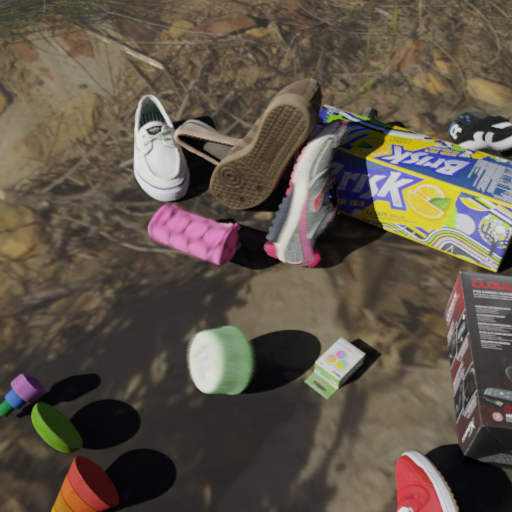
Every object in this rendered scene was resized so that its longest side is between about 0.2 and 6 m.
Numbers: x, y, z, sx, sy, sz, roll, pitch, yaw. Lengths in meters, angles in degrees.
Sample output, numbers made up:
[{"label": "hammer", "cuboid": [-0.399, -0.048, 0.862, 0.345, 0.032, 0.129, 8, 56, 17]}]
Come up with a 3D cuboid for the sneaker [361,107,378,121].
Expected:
[{"label": "sneaker", "cuboid": [2.929, -2.752, 13.344, 1.160, 0.774, 2.025, 10, 48, 7]}]

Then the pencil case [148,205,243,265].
[{"label": "pencil case", "cuboid": [-1.164, -0.443, 10.566, 1.742, 0.791, 0.816, 20, 91, 22]}]

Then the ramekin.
[{"label": "ramekin", "cuboid": [-0.583, 1.612, 8.593, 0.516, 1.057, 1.057, 2, 38, -35]}]

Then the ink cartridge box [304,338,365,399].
[{"label": "ink cartridge box", "cuboid": [1.271, 1.800, 9.037, 0.495, 0.283, 0.954, 34, 54, 30]}]

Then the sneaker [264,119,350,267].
[{"label": "sneaker", "cuboid": [1.154, -1.190, 10.677, 1.076, 2.883, 1.162, 22, 10, 8]}]

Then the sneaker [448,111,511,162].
[{"label": "sneaker", "cuboid": [4.818, -2.539, 12.988, 3.045, 1.113, 1.703, -16, 43, -27]}]

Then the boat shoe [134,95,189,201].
[{"label": "boat shoe", "cuboid": [-2.357, -2.571, 12.902, 1.187, 1.078, 3.228, -14, 46, -14]}]

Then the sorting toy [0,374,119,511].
[{"label": "sorting toy", "cuboid": [-2.972, 2.789, 7.852, 0.884, 0.890, 2.566, -45, 59, -8]}]

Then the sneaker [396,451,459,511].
[{"label": "sneaker", "cuboid": [1.756, 3.651, 6.707, 1.453, 0.920, 2.583, -3, 47, -8]}]

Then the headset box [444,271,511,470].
[{"label": "headset box", "cuboid": [4.272, 1.609, 8.571, 2.335, 1.212, 3.137, 7, 47, 7]}]

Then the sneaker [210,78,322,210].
[{"label": "sneaker", "cuboid": [0.277, -2.127, 11.145, 1.189, 3.374, 1.275, 40, 51, -9]}]

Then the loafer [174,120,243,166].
[{"label": "loafer", "cuboid": [-0.691, -2.272, 12.500, 2.426, 0.872, 0.763, 24, 29, 5]}]

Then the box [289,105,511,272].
[{"label": "box", "cuboid": [3.010, -1.496, 11.406, 4.612, 1.616, 1.483, 25, 47, 23]}]
